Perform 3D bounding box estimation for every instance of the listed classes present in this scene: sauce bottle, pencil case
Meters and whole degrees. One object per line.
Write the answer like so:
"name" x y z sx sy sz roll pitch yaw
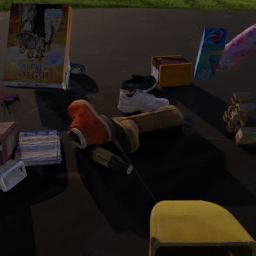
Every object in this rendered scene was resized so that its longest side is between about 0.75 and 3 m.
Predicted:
"sauce bottle" -0.527 1.040 8.818 1.476 0.478 0.478 24 37 32
"pencil case" 3.340 -2.341 7.993 1.733 0.757 0.757 -31 5 42

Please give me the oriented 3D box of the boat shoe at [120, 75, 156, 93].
"boat shoe" 0.594 -2.303 14.312 1.037 0.865 2.780 19 33 33

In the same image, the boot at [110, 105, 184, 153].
"boot" 0.859 -0.103 10.327 2.637 0.872 2.310 -12 31 -16

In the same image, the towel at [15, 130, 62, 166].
"towel" -3.049 0.653 9.634 1.471 0.238 2.003 -3 29 -14

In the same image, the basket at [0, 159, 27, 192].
"basket" -3.490 1.354 8.186 0.513 0.563 0.831 12 31 27

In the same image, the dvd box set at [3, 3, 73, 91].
"dvd box set" -2.936 -2.646 9.142 2.028 2.772 0.408 4 -4 6

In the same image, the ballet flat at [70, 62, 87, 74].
"ballet flat" -3.447 -3.592 16.799 1.968 0.730 0.730 7 30 16

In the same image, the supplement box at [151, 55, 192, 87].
"supplement box" 2.354 -3.188 15.522 1.763 1.187 1.787 -6 30 -10

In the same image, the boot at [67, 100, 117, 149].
"boot" -1.800 -0.178 10.478 1.485 1.039 2.769 -25 38 -28

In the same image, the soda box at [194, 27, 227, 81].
"soda box" 2.072 -1.833 7.166 0.527 1.553 0.498 9 69 8

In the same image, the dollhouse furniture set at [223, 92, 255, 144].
"dollhouse furniture set" 4.395 -0.289 10.262 1.092 1.441 1.644 -3 56 -2

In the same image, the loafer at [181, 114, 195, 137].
"loafer" 2.291 -0.035 10.821 0.499 0.436 1.388 10 34 0

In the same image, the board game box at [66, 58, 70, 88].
"board game box" -4.198 -3.142 15.407 1.832 0.798 2.483 -3 42 -5

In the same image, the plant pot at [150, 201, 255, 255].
"plant pot" 1.196 2.329 5.466 1.700 1.712 1.751 0 18 0

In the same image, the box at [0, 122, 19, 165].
"box" -4.277 0.461 8.872 1.180 0.883 2.357 -5 12 -9

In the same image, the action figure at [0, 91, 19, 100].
"action figure" -5.766 -1.609 13.559 0.850 0.421 0.277 -24 37 -32

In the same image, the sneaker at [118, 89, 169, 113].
"sneaker" 0.675 -1.162 12.179 2.256 0.982 0.840 0 29 -2
